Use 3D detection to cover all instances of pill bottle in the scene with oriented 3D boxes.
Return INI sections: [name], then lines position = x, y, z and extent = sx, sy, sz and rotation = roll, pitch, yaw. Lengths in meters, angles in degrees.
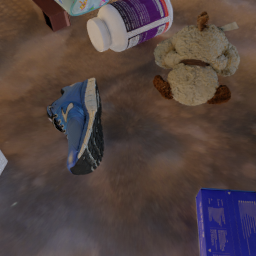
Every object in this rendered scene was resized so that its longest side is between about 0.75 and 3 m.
[pill bottle]
position = 0.060, -3.465, 9.157
extent = 2.651, 1.491, 1.491
rotation = -29, 58, -20

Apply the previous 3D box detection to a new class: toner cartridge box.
[toner cartridge box]
position = 2.006, 2.424, 5.319
extent = 1.188, 0.540, 2.501
rotation = 4, 54, 2

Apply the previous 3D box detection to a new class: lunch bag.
[lunch bag]
position = -0.853, -4.467, 7.113
extent = 1.154, 2.993, 2.400
rotation = 37, 45, 1

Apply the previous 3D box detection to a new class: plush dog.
[plush dog]
position = 1.898, -1.680, 7.786
extent = 2.584, 2.073, 2.219
rotation = 8, 78, 7

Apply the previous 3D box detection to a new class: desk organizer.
[desk organizer]
position = -2.921, -4.367, 10.366
extent = 0.723, 0.673, 1.878
rotation = -32, 59, -19

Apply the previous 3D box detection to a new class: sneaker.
[sneaker]
position = -1.321, -0.055, 6.967
extent = 1.304, 1.149, 2.926
rotation = -9, 45, 2

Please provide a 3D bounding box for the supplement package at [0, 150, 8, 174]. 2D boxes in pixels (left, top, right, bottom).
[supplement package]
position = -3.799, 0.735, 6.349
extent = 1.619, 0.921, 0.887
rotation = 10, 52, 8
